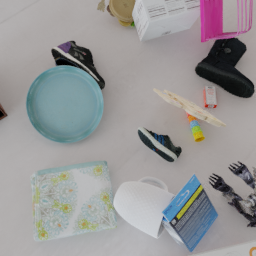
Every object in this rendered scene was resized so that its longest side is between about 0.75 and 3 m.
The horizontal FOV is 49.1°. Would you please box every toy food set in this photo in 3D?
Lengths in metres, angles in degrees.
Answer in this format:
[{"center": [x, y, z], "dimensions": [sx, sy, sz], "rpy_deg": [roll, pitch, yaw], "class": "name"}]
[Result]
[{"center": [-0.195, -5.603, 13.267], "dimensions": [2.436, 0.489, 1.682], "rpy_deg": [17, 70, -15], "class": "toy food set"}]

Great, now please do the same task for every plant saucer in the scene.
[{"center": [-2.331, -0.870, 10.502], "dimensions": [2.867, 0.393, 2.867], "rpy_deg": [0, 94, -1], "class": "plant saucer"}]

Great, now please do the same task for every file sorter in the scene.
[{"center": [4.127, -4.598, 11.547], "dimensions": [1.501, 1.664, 2.394], "rpy_deg": [8, 26, 35], "class": "file sorter"}]

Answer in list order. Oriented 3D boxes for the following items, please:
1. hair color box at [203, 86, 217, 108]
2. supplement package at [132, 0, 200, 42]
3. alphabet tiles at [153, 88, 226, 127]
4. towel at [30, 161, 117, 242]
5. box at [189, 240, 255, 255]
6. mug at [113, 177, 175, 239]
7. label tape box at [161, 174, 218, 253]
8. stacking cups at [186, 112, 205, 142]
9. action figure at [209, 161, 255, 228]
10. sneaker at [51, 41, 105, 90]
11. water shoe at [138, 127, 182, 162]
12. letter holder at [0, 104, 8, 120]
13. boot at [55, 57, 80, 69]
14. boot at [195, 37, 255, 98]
[{"center": [3.340, -1.261, 11.385], "dimensions": [0.452, 0.272, 0.890], "rpy_deg": [3, 64, 2], "class": "hair color box"}, {"center": [1.670, -5.081, 12.231], "dimensions": [2.521, 1.964, 1.398], "rpy_deg": [-17, 87, -9], "class": "supplement package"}, {"center": [2.212, -0.782, 10.033], "dimensions": [2.588, 0.193, 2.646], "rpy_deg": [21, 16, -21], "class": "alphabet tiles"}, {"center": [-1.854, 2.370, 9.317], "dimensions": [2.702, 0.651, 2.313], "rpy_deg": [-9, 66, -5], "class": "towel"}, {"center": [2.691, 4.322, 7.881], "dimensions": [2.725, 1.328, 1.695], "rpy_deg": [-10, 63, -5], "class": "box"}, {"center": [0.577, 2.307, 9.005], "dimensions": [1.668, 1.405, 1.903], "rpy_deg": [20, 42, 22], "class": "mug"}, {"center": [1.737, 2.493, 8.452], "dimensions": [1.516, 2.117, 0.700], "rpy_deg": [-45, 30, -19], "class": "label tape box"}, {"center": [2.546, -0.107, 10.775], "dimensions": [0.400, 0.400, 1.322], "rpy_deg": [-11, 58, -6], "class": "stacking cups"}, {"center": [3.853, 2.043, 8.841], "dimensions": [1.677, 2.822, 1.440], "rpy_deg": [-42, 31, 15], "class": "action figure"}, {"center": [-1.819, -2.792, 11.764], "dimensions": [2.948, 1.116, 1.291], "rpy_deg": [40, 64, 19], "class": "sneaker"}, {"center": [1.149, 0.502, 10.331], "dimensions": [1.800, 0.643, 0.710], "rpy_deg": [41, 62, 10], "class": "water shoe"}, {"center": [-6.104, -1.538, 10.579], "dimensions": [1.384, 1.956, 2.752], "rpy_deg": [-33, 68, -16], "class": "letter holder"}, {"center": [-2.029, -1.673, 11.038], "dimensions": [2.603, 1.262, 0.973], "rpy_deg": [40, 69, 18], "class": "boot"}, {"center": [4.440, -2.685, 11.695], "dimensions": [2.635, 1.006, 2.214], "rpy_deg": [32, 71, 22], "class": "boot"}]
